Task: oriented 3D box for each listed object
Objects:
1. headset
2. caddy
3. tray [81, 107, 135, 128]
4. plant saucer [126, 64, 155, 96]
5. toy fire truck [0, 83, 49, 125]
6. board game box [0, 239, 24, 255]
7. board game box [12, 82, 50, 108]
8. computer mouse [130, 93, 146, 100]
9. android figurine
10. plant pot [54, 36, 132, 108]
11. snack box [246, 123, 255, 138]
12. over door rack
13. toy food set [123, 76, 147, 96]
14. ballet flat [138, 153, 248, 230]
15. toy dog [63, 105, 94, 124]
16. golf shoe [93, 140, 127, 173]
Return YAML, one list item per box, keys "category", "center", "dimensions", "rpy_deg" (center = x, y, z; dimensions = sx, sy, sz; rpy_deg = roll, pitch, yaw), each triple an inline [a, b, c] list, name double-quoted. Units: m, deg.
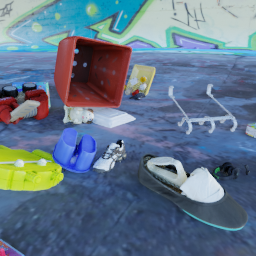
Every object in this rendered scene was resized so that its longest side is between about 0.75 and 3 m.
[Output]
- category: "headset"
  center: [2.846, 1.224, 7.687]
  dimensions: [0.976, 0.459, 0.603]
  rpy_deg: [-18, 19, -4]
- category: "caddy"
  center: [-1.569, 0.700, 8.205]
  dimensions: [1.141, 0.847, 1.614]
  rpy_deg: [22, 17, -13]
- category: "tray"
  center: [-1.244, -0.671, 12.627]
  dimensions: [2.981, 0.331, 1.601]
  rpy_deg: [19, 26, 40]
- category: "plant saucer"
  center: [0.838, -2.853, 16.894]
  dimensions: [0.428, 1.767, 1.766]
  rpy_deg: [18, 3, -45]
- category: "toy fire truck"
  center: [-4.240, -0.895, 11.573]
  dimensions: [2.846, 1.831, 2.505]
  rpy_deg: [30, 34, 34]
- category: "board game box"
  center: [-2.372, 2.366, 4.354]
  dimensions: [2.162, 0.421, 1.708]
  rpy_deg: [13, 24, 32]
- category: "board game box"
  center: [-4.742, -1.604, 13.786]
  dimensions: [1.664, 1.265, 0.374]
  rpy_deg: [1, 21, 0]
- category: "computer mouse"
  center: [0.625, -1.808, 15.750]
  dimensions: [0.695, 0.265, 1.003]
  rpy_deg: [15, 25, 37]
- category: "android figurine"
  center: [-2.928, 0.934, 7.154]
  dimensions: [2.906, 0.597, 2.645]
  rpy_deg: [12, 3, 36]
- category: "plant pot"
  center: [-1.757, -2.457, 11.694]
  dimensions: [2.611, 2.608, 2.301]
  rpy_deg: [-2, 24, -39]
- category: "snack box"
  center: [5.179, 0.179, 10.180]
  dimensions: [1.080, 0.433, 1.281]
  rpy_deg: [-8, 21, -23]
- category: "over door rack"
  center: [2.986, -0.739, 11.638]
  dimensions: [2.021, 0.911, 2.736]
  rpy_deg: [-4, 42, -9]
- category: "toy food set"
  center: [0.424, -2.467, 16.384]
  dimensions: [1.833, 0.875, 0.825]
  rpy_deg: [-25, 13, 30]
- category: "ballet flat"
  center: [1.281, 1.302, 6.384]
  dimensions: [2.859, 0.978, 0.972]
  rpy_deg: [18, 37, 40]
- category: "toy dog"
  center: [-1.995, -0.505, 11.781]
  dimensions: [1.138, 0.794, 1.103]
  rpy_deg: [10, 2, 21]
- category: "golf shoe"
  center: [-0.563, 0.797, 8.202]
  dimensions: [0.563, 0.684, 1.448]
  rpy_deg: [11, 25, 25]
